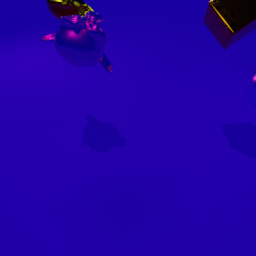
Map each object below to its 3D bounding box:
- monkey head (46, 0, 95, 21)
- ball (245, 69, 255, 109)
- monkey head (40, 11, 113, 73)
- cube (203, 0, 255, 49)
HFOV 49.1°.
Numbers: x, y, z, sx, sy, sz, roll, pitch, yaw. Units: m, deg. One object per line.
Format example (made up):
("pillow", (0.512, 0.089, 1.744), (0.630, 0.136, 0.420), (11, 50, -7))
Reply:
("monkey head", (-1.496, -3.416, 7.139), (1.912, 1.376, 1.152), (43, 11, 25))
("ball", (2.885, -0.788, 5.543), (1.036, 1.036, 1.036), (0, 38, 0))
("monkey head", (-0.573, -1.144, 3.612), (1.014, 0.611, 0.729), (24, 41, -6))
("cube", (2.681, -2.845, 7.124), (1.016, 1.016, 1.016), (-34, 81, 3))
